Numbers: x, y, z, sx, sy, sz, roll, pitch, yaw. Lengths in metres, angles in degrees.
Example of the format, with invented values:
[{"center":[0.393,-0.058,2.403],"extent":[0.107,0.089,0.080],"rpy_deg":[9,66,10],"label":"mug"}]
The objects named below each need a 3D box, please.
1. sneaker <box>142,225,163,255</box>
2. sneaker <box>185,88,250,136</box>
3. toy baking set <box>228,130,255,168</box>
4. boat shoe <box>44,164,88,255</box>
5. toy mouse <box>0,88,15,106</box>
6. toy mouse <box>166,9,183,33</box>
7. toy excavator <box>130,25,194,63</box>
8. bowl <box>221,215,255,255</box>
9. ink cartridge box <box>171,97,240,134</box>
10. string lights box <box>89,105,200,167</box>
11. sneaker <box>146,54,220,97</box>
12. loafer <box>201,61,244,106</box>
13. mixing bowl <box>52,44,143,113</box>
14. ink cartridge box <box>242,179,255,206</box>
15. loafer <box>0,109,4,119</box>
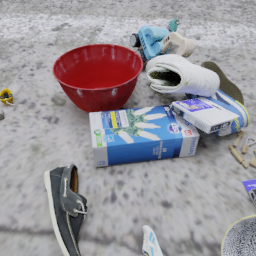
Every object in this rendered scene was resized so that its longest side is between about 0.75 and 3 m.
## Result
[{"center":[0.443,2.429,5.866],"extent":[0.339,0.321,0.839],"rpy_deg":[-12,44,-13],"label":"sneaker"},{"center":[2.453,-0.676,8.652],"extent":[1.057,0.950,2.569],"rpy_deg":[-32,42,-10],"label":"sneaker"},{"center":[3.369,0.623,7.893],"extent":[1.010,0.153,1.317],"rpy_deg":[-15,48,-21],"label":"toy baking set"},{"center":[-1.280,1.773,6.143],"extent":[0.816,0.866,2.412],"rpy_deg":[-15,44,-9],"label":"boat shoe"},{"center":[-4.654,-0.941,9.370],"extent":[1.540,0.335,1.733],"rpy_deg":[-17,46,-17],"label":"toy mouse"},{"center":[1.793,-4.116,11.677],"extent":[0.384,1.762,1.983],"rpy_deg":[17,29,-2],"label":"toy mouse"},{"center":[1.234,-3.112,10.250],"extent":[1.144,2.290,2.227],"rpy_deg":[-6,70,-30],"label":"toy excavator"},{"center":[2.819,2.373,5.047],"extent":[0.936,1.995,1.995],"rpy_deg":[-13,40,-45],"label":"bowl"},{"center":[2.083,-0.392,7.579],"extent":[1.352,0.293,1.339],"rpy_deg":[-14,37,-36],"label":"ink cartridge box"},{"center":[0.378,0.165,7.846],"extent":[2.792,0.823,1.435],"rpy_deg":[-7,43,-7],"label":"string lights box"},{"center":[1.121,-1.761,8.650],"extent":[1.731,1.103,2.995],"rpy_deg":[0,19,-35],"label":"sneaker"},{"center":[3.097,-1.282,9.476],"extent":[0.849,0.753,2.232],"rpy_deg":[-11,60,-17],"label":"loafer"},{"center":[-0.896,-1.419,9.019],"extent":[2.748,1.488,2.748],"rpy_deg":[-1,42,1],"label":"mixing bowl"},{"center":[3.740,1.694,6.633],"extent":[1.499,0.328,1.513],"rpy_deg":[-7,43,-6],"label":"ink cartridge box"},{"center":[-4.474,-0.383,8.787],"extent":[1.097,0.383,0.383],"rpy_deg":[-9,40,-20],"label":"loafer"}]
